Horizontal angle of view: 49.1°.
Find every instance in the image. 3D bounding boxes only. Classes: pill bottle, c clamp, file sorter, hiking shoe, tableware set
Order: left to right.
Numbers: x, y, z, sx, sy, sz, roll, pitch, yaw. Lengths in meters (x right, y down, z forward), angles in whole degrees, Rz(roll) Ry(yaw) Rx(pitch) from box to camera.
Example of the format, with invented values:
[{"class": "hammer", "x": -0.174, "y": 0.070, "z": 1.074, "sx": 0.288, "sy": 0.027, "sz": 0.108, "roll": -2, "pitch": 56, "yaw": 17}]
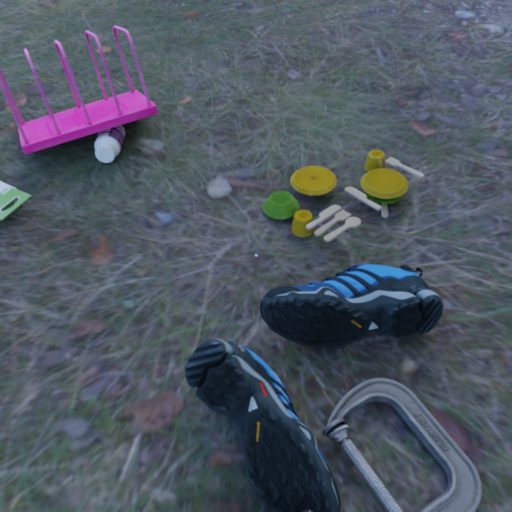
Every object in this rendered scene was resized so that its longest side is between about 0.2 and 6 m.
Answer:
[{"class": "file sorter", "x": -3.660, "y": -3.431, "z": 11.192, "sx": 2.666, "sy": 1.672, "sz": 1.852, "roll": -22, "pitch": 31, "yaw": -14}, {"class": "pill bottle", "x": -2.973, "y": -2.288, "z": 11.306, "sx": 0.513, "sy": 0.513, "sz": 0.913, "roll": -1, "pitch": 43, "yaw": -1}, {"class": "hiking shoe", "x": 0.256, "y": 2.078, "z": 6.924, "sx": 0.978, "sy": 1.140, "sz": 2.629, "roll": -41, "pitch": 70, "yaw": 19}, {"class": "tableware set", "x": 1.576, "y": -1.170, "z": 10.412, "sx": 2.786, "sy": 0.428, "sz": 1.877, "roll": -34, "pitch": 53, "yaw": -26}, {"class": "hiking shoe", "x": 1.345, "y": 0.682, "z": 8.388, "sx": 2.672, "sy": 0.994, "sz": 1.158, "roll": 1, "pitch": 33, "yaw": -8}, {"class": "c clamp", "x": 1.650, "y": 2.612, "z": 6.839, "sx": 1.984, "sy": 0.315, "sz": 2.323, "roll": -19, "pitch": 52, "yaw": -18}]

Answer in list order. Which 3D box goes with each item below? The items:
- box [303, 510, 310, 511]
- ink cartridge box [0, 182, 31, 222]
[{"class": "box", "x": -0.078, "y": 3.739, "z": 5.437, "sx": 1.882, "sy": 0.463, "sz": 1.949, "roll": -16, "pitch": 48, "yaw": 4}, {"class": "ink cartridge box", "x": -4.786, "y": -0.976, "z": 10.166, "sx": 1.407, "sy": 0.417, "sz": 0.731, "roll": 23, "pitch": 51, "yaw": 20}]
